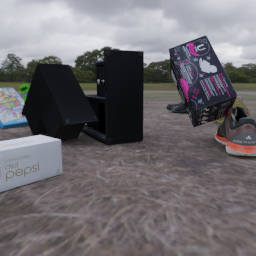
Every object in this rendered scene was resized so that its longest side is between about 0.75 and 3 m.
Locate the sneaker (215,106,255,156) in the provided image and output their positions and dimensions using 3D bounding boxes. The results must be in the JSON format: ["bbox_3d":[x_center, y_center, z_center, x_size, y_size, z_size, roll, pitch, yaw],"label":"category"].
[{"bbox_3d":[3.035,-0.046,7.580,1.046,1.112,2.715,1,10,7],"label":"sneaker"}]

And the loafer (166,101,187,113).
[{"bbox_3d":[3.336,-1.285,15.433,2.571,0.929,0.936,5,12,30],"label":"loafer"}]

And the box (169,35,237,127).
[{"bbox_3d":[2.029,-1.269,7.843,1.152,2.008,1.327,-19,-23,4],"label":"box"}]

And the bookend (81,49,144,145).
[{"bbox_3d":[-0.642,-1.027,8.920,1.207,2.621,2.605,-5,11,-26],"label":"bookend"}]

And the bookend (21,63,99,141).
[{"bbox_3d":[-2.262,-0.380,8.817,1.074,2.316,2.331,-8,57,-40],"label":"bookend"}]

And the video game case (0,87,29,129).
[{"bbox_3d":[-4.906,-0.889,11.443,2.316,0.206,1.658,45,31,22],"label":"video game case"}]

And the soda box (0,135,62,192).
[{"bbox_3d":[-2.240,0.645,4.741,0.755,0.706,2.218,8,13,40],"label":"soda box"}]

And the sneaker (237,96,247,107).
[{"bbox_3d":[6.308,-1.406,16.217,0.751,0.905,1.895,0,10,-1],"label":"sneaker"}]

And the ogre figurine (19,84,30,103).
[{"bbox_3d":[-3.073,-0.888,10.991,2.337,1.401,1.146,16,-20,-35],"label":"ogre figurine"}]

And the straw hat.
[{"bbox_3d":[4.003,-0.653,11.749,0.847,2.002,2.002,-46,22,-9],"label":"straw hat"}]
